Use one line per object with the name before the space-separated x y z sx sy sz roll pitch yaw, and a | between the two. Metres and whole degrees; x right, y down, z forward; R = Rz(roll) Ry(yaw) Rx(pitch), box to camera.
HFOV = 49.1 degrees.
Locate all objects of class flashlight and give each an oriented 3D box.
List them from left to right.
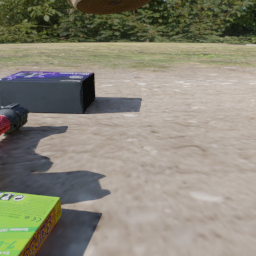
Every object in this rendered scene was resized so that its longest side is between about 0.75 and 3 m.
flashlight | -2.820 0.053 5.728 0.838 0.841 2.476 26 21 -1

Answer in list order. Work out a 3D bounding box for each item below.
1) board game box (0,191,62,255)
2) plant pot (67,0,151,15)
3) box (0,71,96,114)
board game box | -1.702 1.415 2.640 1.209 0.379 2.530 3 18 11
plant pot | -0.291 -2.527 4.323 2.537 1.171 2.537 -8 7 1
box | -2.473 -1.183 8.862 2.582 1.018 1.822 2 23 4
